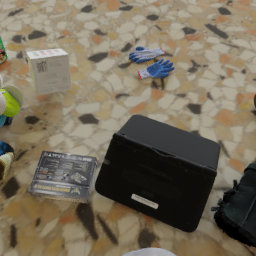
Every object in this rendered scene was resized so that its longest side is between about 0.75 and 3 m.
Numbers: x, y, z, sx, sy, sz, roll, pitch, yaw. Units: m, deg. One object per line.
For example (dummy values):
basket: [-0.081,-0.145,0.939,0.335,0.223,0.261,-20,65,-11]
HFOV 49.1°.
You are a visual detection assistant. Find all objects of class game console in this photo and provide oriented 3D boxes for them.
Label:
game console: [0.940,1.116,8.156,2.951,1.718,2.595,20,89,13]

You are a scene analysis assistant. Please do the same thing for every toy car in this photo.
toy car: [-4.291,-0.826,8.383,2.018,1.766,1.513,38,103,-4]

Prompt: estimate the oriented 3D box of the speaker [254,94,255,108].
speaker: [5.113,-0.992,9.333,1.628,0.661,0.661,-11,57,-7]

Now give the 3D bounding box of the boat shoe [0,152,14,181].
boat shoe: [-3.380,1.045,7.559,0.468,1.282,0.403,43,48,0]

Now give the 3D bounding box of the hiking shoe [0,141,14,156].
hiking shoe: [-4.479,0.503,8.144,2.227,0.965,0.828,9,57,6]

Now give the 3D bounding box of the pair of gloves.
pair of gloves: [0.866,-2.542,10.631,1.448,0.205,1.801,-16,59,-11]

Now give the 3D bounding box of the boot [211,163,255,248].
boot: [3.573,2.166,7.083,2.463,0.911,2.018,32,59,27]

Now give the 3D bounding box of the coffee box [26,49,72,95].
coffee box: [-2.596,-1.887,9.233,1.172,1.174,1.161,-13,28,-21]

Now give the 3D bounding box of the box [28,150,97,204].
box: [-1.788,1.361,7.917,1.635,0.395,1.295,6,57,4]

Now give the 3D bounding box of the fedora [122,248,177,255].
fedora: [0.473,3.311,6.005,2.264,2.002,1.022,6,28,4]

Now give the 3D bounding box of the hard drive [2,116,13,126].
hard drive: [-4.100,-0.464,9.259,0.581,0.182,0.861,-4,57,-3]

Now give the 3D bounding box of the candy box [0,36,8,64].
candy box: [-5.191,-3.175,10.175,1.245,1.472,0.567,30,63,7]
